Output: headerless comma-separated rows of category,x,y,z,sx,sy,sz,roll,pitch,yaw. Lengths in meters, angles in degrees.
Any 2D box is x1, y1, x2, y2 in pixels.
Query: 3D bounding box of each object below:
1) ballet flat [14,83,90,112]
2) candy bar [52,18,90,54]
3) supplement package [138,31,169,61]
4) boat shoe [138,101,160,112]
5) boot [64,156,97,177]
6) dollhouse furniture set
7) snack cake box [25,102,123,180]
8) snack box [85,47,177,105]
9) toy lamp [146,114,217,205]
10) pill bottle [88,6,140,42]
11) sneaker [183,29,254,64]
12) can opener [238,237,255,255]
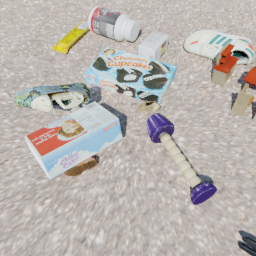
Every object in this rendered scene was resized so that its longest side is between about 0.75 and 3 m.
ballet flat,-2.138,-0.855,8.227,2.228,0.827,0.827,-16,51,-23
candy bar,-2.270,-4.126,12.362,0.686,0.305,2.750,23,53,14
supplement package,1.031,-3.214,11.282,0.729,0.758,1.332,24,53,18
boat shoe,0.643,-0.759,9.232,0.977,0.315,0.348,1,47,50
boot,-1.411,1.043,8.046,0.957,0.359,0.513,-22,37,-13
dollhouse furniture set,4.351,-1.795,9.701,2.631,1.370,2.660,30,56,23
snack cake box,-1.542,0.272,8.123,2.418,0.812,1.390,-29,41,-23
snack box,0.111,-1.993,10.386,2.954,0.548,1.716,19,54,16
toy lamp,1.383,0.724,7.963,0.843,0.843,2.895,-21,54,-17
pill bottle,-0.587,-4.432,12.074,2.066,1.144,1.144,25,54,20
sneaker,3.592,-3.091,11.041,2.770,0.975,1.295,9,45,4
can opener,3.254,2.970,6.396,1.431,0.562,0.453,19,91,19
